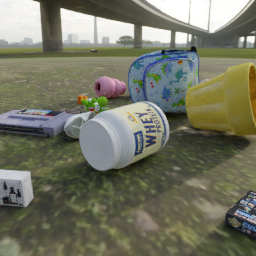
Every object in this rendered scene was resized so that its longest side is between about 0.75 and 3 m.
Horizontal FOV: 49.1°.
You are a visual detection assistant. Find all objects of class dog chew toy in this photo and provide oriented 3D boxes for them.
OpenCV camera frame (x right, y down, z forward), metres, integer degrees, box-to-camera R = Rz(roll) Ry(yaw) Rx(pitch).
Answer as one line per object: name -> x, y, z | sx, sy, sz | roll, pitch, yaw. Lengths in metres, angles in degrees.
dog chew toy -> -0.869, -2.170, 15.194 | 1.883, 1.173, 1.173 | -5, 17, -40

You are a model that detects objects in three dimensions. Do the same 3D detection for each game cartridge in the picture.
game cartridge -> -3.493, -0.254, 10.247 | 2.772, 0.532, 1.797 | 5, 23, 15

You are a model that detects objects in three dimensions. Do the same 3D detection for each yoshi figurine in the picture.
yoshi figurine -> -1.382, -1.104, 11.787 | 1.430, 0.801, 0.804 | 21, 57, 22

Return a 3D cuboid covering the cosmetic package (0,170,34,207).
cosmetic package -> -2.687, 1.164, 5.578 | 1.489, 0.615, 0.377 | 2, 17, 9

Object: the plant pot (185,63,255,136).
plant pot -> 3.238, -0.834, 9.489 | 2.169, 2.305, 2.305 | -7, 11, 35

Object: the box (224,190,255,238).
box -> 2.443, 1.569, 4.879 | 1.115, 0.277, 1.107 | 16, 24, 40

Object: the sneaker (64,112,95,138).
sneaker -> -1.752, -0.080, 9.493 | 0.814, 0.715, 2.032 | -5, 10, 13

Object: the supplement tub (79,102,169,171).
supplement tub -> -0.068, 0.180, 7.220 | 1.469, 1.469, 2.026 | 16, 24, 40

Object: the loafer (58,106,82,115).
loafer -> -2.554, -0.687, 11.665 | 1.233, 0.388, 0.443 | -6, 19, -18

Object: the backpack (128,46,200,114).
backpack -> 1.483, -1.907, 11.750 | 2.949, 2.698, 2.167 | -2, 17, 8

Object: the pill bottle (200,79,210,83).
pill bottle -> 4.666, -1.976, 14.364 | 2.122, 1.174, 1.174 | -12, 21, -32
